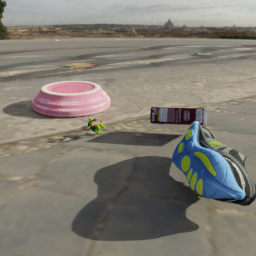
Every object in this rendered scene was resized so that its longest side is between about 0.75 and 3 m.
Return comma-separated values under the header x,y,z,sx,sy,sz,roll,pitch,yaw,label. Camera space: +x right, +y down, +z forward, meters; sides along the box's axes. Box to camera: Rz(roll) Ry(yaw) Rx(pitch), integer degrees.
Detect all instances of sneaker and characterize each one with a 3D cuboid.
x,y,z,sx,sy,sz,roll,pitch,yaw,label
1.624,0.678,5.538,1.149,0.983,2.774,27,14,-9,sneaker

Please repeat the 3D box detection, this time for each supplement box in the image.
x,y,z,sx,sy,sz,roll,pitch,yaw,label
1.383,-0.319,7.794,1.483,0.451,0.807,3,-1,9,supplement box

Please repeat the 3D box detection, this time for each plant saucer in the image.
x,y,z,sx,sy,sz,roll,pitch,yaw,label
-2.129,-1.207,10.605,2.895,0.734,2.895,1,22,-1,plant saucer

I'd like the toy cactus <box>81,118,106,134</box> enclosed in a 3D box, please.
x,y,z,sx,sy,sz,roll,pitch,yaw,label
-1.012,-0.063,7.922,0.643,0.399,0.779,-8,-19,12,toy cactus
